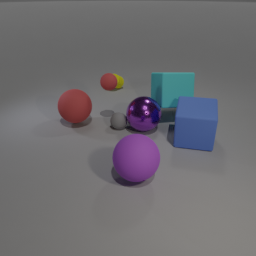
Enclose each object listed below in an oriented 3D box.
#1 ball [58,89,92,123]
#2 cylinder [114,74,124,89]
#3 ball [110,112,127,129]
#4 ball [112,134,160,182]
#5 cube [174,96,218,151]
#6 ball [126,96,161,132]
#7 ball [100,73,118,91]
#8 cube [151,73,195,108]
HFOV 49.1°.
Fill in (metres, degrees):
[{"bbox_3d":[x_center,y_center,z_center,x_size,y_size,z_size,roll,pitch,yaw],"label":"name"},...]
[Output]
[{"bbox_3d":[-2.186,-0.904,11.557,1.400,1.400,1.400,0,28,0],"label":"ball"},{"bbox_3d":[-0.673,-2.579,15.434,0.700,0.700,0.700,14,3,24],"label":"cylinder"},{"bbox_3d":[-0.377,-0.298,11.440,0.700,0.700,0.700,0,28,0],"label":"ball"},{"bbox_3d":[0.243,0.872,8.226,1.400,1.400,1.400,0,28,0],"label":"ball"},{"bbox_3d":[2.465,-0.185,10.231,1.400,1.400,1.400,6,38,13],"label":"cube"},{"bbox_3d":[0.625,-0.557,11.109,1.400,1.400,1.400,0,28,0],"label":"ball"},{"bbox_3d":[-0.770,-1.857,11.279,0.700,0.700,0.700,0,28,0],"label":"ball"},{"bbox_3d":[1.848,-1.631,11.838,1.400,1.400,1.400,-3,12,-14],"label":"cube"}]
